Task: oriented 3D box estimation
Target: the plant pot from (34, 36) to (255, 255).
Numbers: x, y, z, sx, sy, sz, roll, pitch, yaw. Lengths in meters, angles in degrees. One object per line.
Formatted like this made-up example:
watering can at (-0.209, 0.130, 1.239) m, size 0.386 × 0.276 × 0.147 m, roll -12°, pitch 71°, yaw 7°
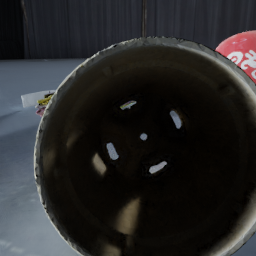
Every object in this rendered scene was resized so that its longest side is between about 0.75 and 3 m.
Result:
plant pot at (0.281, 0.250, 3.984) m, size 2.536 × 2.536 × 2.322 m, roll 0°, pitch 6°, yaw -1°

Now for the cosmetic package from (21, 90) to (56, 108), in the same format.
cosmetic package at (-3.377, -1.134, 10.768) m, size 1.197 × 0.540 × 0.639 m, roll -5°, pitch 9°, yaw 12°

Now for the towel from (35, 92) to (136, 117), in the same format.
towel at (-0.592, -0.581, 5.921) m, size 2.103 × 0.333 × 2.928 m, roll -19°, pitch -2°, yaw -3°

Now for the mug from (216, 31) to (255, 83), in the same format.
mug at (2.020, -0.159, 5.010) m, size 1.551 × 2.324 × 2.063 m, roll 20°, pitch -23°, yaw -14°
